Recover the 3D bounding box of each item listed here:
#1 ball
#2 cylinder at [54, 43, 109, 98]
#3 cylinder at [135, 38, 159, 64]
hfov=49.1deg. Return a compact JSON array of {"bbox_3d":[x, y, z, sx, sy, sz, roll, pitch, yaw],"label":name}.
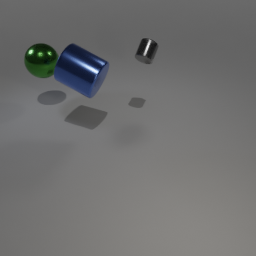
[{"bbox_3d":[-3.503,-2.736,11.433,1.400,1.400,1.400,0,33,0],"label":"ball"},{"bbox_3d":[-1.565,-1.940,9.573,1.400,1.400,1.400,29,37,1],"label":"cylinder"},{"bbox_3d":[0.688,-2.822,10.336,0.700,0.700,0.700,21,-6,2],"label":"cylinder"}]
